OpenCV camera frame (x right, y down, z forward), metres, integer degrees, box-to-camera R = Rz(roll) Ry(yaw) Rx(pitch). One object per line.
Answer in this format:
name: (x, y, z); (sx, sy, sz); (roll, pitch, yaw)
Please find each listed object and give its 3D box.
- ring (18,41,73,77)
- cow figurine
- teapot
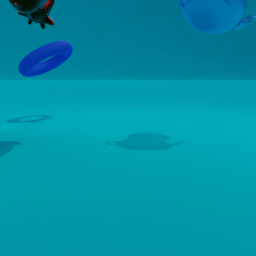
ring: (-2.671, -2.243, 9.165); (1.895, 0.379, 1.895); (-29, 4, 2)
cow figurine: (-1.602, -2.141, 4.679); (0.692, 1.241, 1.261); (16, 41, -7)
teapot: (1.632, -2.316, 5.098); (1.882, 0.921, 1.170); (31, -21, -13)
